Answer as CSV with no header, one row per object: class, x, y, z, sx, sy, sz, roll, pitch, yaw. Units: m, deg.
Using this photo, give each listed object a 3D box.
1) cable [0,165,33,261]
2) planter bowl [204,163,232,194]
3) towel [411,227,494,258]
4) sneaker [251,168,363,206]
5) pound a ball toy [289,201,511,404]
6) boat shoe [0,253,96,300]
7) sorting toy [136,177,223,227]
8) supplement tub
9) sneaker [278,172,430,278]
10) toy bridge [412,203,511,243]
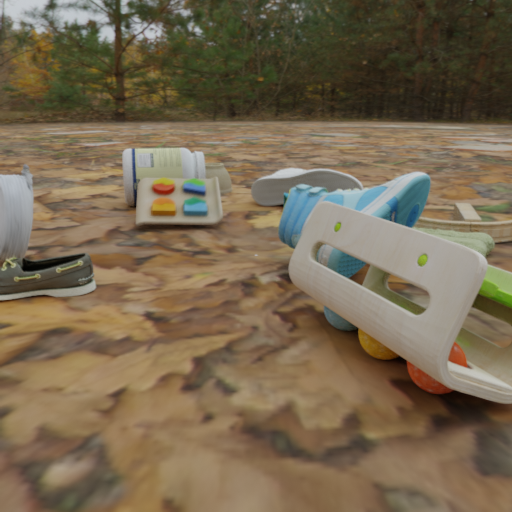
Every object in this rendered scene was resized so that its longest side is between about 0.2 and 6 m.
cable,-3.711,-0.558,8.429,0.460,1.329,1.328,3,-30,-34
planter bowl,-1.165,-2.045,14.632,1.088,0.732,1.088,0,16,0
towel,2.783,-0.176,9.030,1.831,0.334,1.358,10,20,30
sneaker,1.319,-1.667,12.999,2.552,0.940,1.475,5,20,21
pound a ball toy,1.822,0.590,5.464,1.967,1.281,3.016,21,6,-27
boat shoe,-2.985,0.254,7.272,1.708,0.511,0.611,-3,17,-11
sorting toy,-1.538,-1.145,11.106,1.658,0.302,1.535,-4,41,-6
supplement tub,-2.106,-1.811,12.818,1.796,1.302,1.302,-3,17,-11
sneaker,1.358,-0.773,8.342,1.641,1.000,2.514,30,47,35
toy bridge,3.816,-0.584,10.145,3.578,0.487,1.203,3,20,9
